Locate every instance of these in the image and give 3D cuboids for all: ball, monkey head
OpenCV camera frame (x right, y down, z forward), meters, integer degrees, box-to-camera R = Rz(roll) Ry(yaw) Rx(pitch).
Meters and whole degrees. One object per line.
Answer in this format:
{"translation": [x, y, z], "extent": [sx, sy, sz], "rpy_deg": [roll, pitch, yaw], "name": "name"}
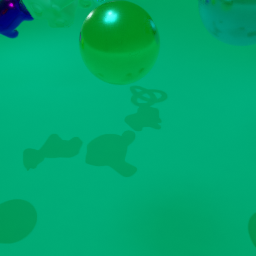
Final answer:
{"translation": [-0.094, -0.940, 3.149], "extent": [0.906, 0.906, 0.906], "rpy_deg": [0, 38, 0], "name": "ball"}
{"translation": [1.693, -1.871, 4.012], "extent": [1.342, 1.342, 1.342], "rpy_deg": [0, 38, 0], "name": "ball"}
{"translation": [-1.516, -2.932, 6.000], "extent": [1.907, 1.372, 1.149], "rpy_deg": [20, 67, -36], "name": "monkey head"}

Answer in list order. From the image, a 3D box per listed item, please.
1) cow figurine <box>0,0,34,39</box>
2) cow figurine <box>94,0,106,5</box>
{"translation": [-2.928, -2.449, 6.164], "extent": [0.745, 1.357, 1.336], "rpy_deg": [60, 21, 8], "name": "cow figurine"}
{"translation": [-0.791, -3.996, 7.209], "extent": [1.391, 0.764, 1.369], "rpy_deg": [-49, 62, 3], "name": "cow figurine"}
